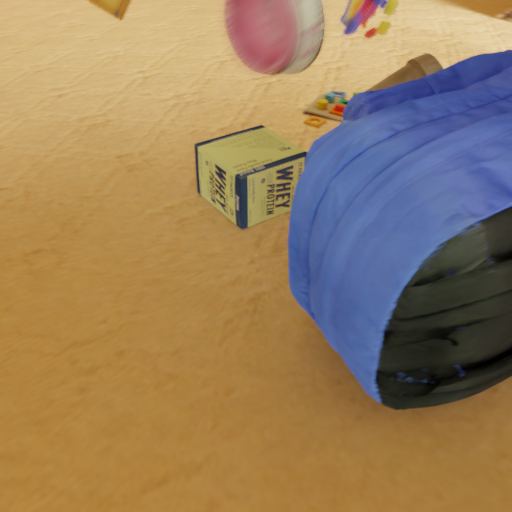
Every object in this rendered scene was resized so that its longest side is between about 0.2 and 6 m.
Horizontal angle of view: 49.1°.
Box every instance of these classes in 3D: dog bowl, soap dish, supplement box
[{"bbox_3d":[0.248,-4.389,10.510,0.770,2.090,2.090,-31,47,-33],"label":"dog bowl"},{"bbox_3d":[-2.841,-5.047,10.511,1.050,0.826,0.427,25,30,-22],"label":"soap dish"},{"bbox_3d":[-0.084,-1.676,11.526,1.744,1.171,1.742,-23,43,-27],"label":"supplement box"}]

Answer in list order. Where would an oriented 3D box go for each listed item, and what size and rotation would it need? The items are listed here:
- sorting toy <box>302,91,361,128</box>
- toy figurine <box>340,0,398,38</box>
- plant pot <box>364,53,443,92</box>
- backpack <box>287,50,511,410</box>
[{"bbox_3d":[2.153,-4.179,15.487,1.432,0.346,2.544,17,41,20],"label":"sorting toy"},{"bbox_3d":[1.934,-4.801,10.422,1.118,0.984,1.866,-5,60,57],"label":"toy figurine"},{"bbox_3d":[3.416,-3.419,13.322,1.906,2.197,2.197,-19,39,2],"label":"plant pot"},{"bbox_3d":[2.751,-0.442,7.767,4.903,3.984,4.114,-26,45,-17],"label":"backpack"}]
